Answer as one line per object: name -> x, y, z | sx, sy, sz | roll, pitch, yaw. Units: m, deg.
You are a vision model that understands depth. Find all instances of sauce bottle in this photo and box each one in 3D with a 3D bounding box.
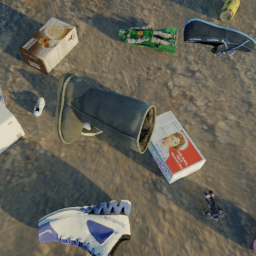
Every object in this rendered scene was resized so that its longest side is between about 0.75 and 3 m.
sauce bottle -> 5.287, -6.311, 14.296 | 0.698, 0.698, 2.157 | 22, 62, 13

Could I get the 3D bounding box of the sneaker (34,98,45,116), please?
sneaker -> -3.575, -0.894, 11.283 | 0.316, 0.318, 0.878 | 2, 58, 2

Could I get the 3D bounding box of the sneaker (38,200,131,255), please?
sneaker -> -1.169, 3.242, 8.307 | 2.910, 1.176, 1.681 | -10, 58, -8

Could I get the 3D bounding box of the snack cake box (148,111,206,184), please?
snack cake box -> 1.520, 0.637, 10.092 | 1.329, 0.776, 2.311 | -22, 62, -15

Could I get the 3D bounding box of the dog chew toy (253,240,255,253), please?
dog chew toy -> 4.341, 3.448, 8.496 | 1.152, 0.718, 0.718 | -35, 65, -28

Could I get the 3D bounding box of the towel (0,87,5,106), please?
towel -> -5.613, -1.195, 11.562 | 0.918, 0.149, 1.250 | -21, 60, -11

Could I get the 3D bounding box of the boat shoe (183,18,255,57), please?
boat shoe -> 2.450, -2.341, 7.705 | 2.032, 0.855, 0.697 | 14, 90, -2

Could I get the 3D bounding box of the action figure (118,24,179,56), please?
action figure -> 0.890, -4.270, 13.096 | 2.794, 0.764, 1.650 | 8, 63, 9

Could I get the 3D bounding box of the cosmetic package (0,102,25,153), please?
cosmetic package -> -5.007, -0.194, 10.136 | 1.759, 1.450, 1.451 | 42, 68, 17

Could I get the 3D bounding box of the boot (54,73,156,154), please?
boot -> -0.708, -0.075, 7.958 | 2.898, 2.635, 1.052 | 23, 44, 17

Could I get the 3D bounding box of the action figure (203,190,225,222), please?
action figure -> 2.778, 2.585, 9.196 | 0.684, 0.365, 1.051 | -3, 62, -10

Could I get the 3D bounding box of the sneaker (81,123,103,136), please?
sneaker -> -0.922, -0.345, 10.599 | 2.125, 0.932, 0.804 | -14, 62, -6

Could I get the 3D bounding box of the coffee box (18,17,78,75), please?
coffee box -> -3.520, -3.727, 12.596 | 1.355, 0.944, 2.369 | 27, 63, 15
